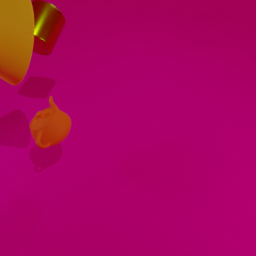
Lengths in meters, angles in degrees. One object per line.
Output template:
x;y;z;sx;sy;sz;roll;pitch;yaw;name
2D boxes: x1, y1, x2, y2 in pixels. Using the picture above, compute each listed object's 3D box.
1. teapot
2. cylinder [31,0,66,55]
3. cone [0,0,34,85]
-1.669;-0.104;5.916;0.877;0.691;1.410;-18;40;18;teapot
-2.266;-2.583;7.272;0.999;0.999;0.999;15;73;16;cylinder
-2.589;-1.568;4.461;1.618;1.612;1.612;0;34;-40;cone
